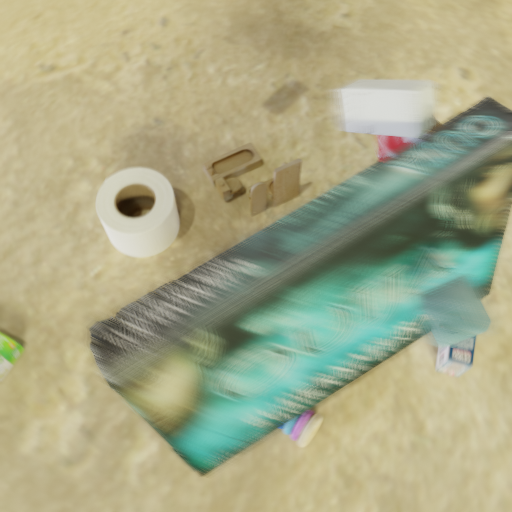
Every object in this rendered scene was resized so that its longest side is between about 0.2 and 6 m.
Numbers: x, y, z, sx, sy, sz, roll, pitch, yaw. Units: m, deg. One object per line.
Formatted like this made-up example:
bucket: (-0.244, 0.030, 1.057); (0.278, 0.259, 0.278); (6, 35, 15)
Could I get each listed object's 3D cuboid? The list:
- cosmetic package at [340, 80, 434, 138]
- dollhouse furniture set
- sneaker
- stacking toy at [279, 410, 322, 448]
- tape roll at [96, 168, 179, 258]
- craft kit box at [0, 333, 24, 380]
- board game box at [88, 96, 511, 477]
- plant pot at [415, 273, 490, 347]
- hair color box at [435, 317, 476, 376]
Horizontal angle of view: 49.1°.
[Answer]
cosmetic package: (1.419, -1.604, 6.058); (0.936, 0.528, 0.380); (16, 40, 43)
dollhouse furniture set: (-0.122, -1.632, 10.186); (1.326, 1.136, 1.395); (-26, 67, -12)
sneaker: (2.068, -1.619, 8.313); (0.780, 1.231, 2.189); (5, 29, -3)
stacking toy: (0.351, 2.353, 8.644); (1.293, 0.552, 0.552); (32, 68, 21)
tape roll: (-2.055, -0.753, 9.879); (1.342, 0.921, 1.342); (0, 64, 0)
craft kit box: (-4.804, 1.722, 9.017); (1.464, 0.355, 1.446); (26, 69, 12)
board game box: (0.827, 0.577, 6.226); (4.543, 3.073, 0.640); (-31, 54, -9)
plant pot: (1.854, 0.559, 5.316); (0.546, 0.557, 0.547); (-27, 89, 23)
hair color box: (3.278, 1.193, 9.069); (0.408, 0.673, 1.347); (15, 66, 7)
